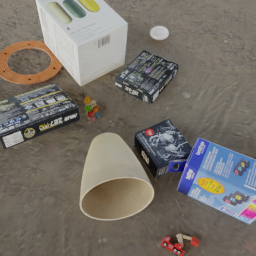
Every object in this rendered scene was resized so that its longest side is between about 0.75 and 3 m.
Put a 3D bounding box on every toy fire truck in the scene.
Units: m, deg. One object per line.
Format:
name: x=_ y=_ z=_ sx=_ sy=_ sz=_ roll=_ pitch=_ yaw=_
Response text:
toy fire truck: x=1.397 y=3.102 z=7.561 sx=0.885 sy=0.216 sz=0.624 roll=25 pitch=57 yaw=18

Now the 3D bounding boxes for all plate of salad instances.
plate of salad: x=1.476 y=-4.442 z=13.163 sx=0.890 sy=0.214 sz=0.890 roll=-1 pitch=64 yaw=3

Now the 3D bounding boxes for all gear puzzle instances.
gear puzzle: x=-1.247 y=-0.682 z=9.831 sx=0.141 sy=1.075 sz=0.557 roll=27 pitch=60 yaw=36

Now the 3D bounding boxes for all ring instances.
ring: x=-4.123 y=-2.749 z=11.758 sx=2.733 sy=0.262 sz=2.733 roll=4 pitch=53 yaw=-5

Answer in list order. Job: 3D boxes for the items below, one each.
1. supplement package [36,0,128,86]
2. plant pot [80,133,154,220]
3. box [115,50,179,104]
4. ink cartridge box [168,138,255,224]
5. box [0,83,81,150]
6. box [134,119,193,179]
supplement package: x=-1.817 y=-3.747 z=11.187 sx=2.225 sy=2.209 sz=2.932 roll=-32 pitch=68 yaw=-21
plant pot: x=-0.454 y=1.196 z=8.082 sx=1.974 sy=1.974 sz=2.108 roll=-8 pitch=44 yaw=-6
box: x=0.767 y=-2.104 z=11.258 sx=1.729 sy=0.470 sz=2.159 roll=28 pitch=58 yaw=19
ink cartridge box: x=2.482 y=1.410 z=7.793 sx=2.689 sy=1.834 sz=1.026 roll=24 pitch=59 yaw=17
box: x=-3.271 y=-0.526 z=9.537 sx=2.641 sy=0.648 sz=2.128 roll=-25 pitch=44 yaw=-25
box: x=1.114 y=0.644 z=9.036 sx=1.344 sy=0.768 sz=1.476 roll=-23 pitch=57 yaw=-18
